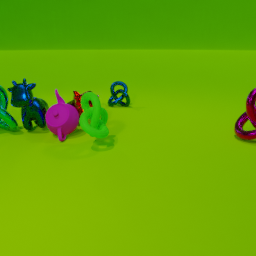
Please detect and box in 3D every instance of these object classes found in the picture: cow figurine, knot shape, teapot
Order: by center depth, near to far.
[{"bbox_3d":[-0.870,-0.332,7.098,0.580,1.174,1.254,-15,8,5],"label":"knot shape"},{"bbox_3d":[3.699,-0.400,7.556,1.619,1.515,0.748,1,-5,34],"label":"knot shape"},{"bbox_3d":[-1.886,-0.333,7.839,0.951,1.529,0.749,-12,-22,8],"label":"teapot"},{"bbox_3d":[-3.884,-0.393,8.100,1.526,1.631,0.754,33,21,-15],"label":"knot shape"},{"bbox_3d":[-2.869,-0.722,8.333,0.849,1.522,1.546,-10,13,5],"label":"cow figurine"},{"bbox_3d":[-1.556,-0.656,8.717,1.450,0.796,1.427,-22,-1,20],"label":"cow figurine"},{"bbox_3d":[-0.314,-1.300,11.568,1.063,1.136,0.525,33,13,28],"label":"knot shape"}]

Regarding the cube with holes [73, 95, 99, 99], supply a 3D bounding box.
[{"bbox_3d":[-1.489,-0.799,10.011,0.741,0.741,0.741,-8,14,-23],"label":"cube with holes"}]
